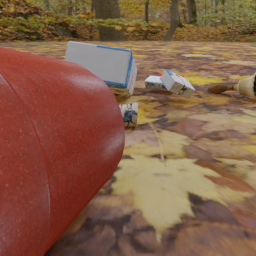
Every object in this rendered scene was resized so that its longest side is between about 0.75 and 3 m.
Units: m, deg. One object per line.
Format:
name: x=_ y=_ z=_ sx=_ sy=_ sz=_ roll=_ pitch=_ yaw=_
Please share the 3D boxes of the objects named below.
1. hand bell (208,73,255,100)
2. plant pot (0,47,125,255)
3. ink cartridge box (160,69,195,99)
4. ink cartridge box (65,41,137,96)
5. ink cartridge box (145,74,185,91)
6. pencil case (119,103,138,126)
hand bell: x=3.837 y=-1.486 z=10.245 sx=1.102 sy=1.102 sz=2.117 roll=-16 pitch=14 yaw=-37
plant pot: x=-1.437 y=0.279 z=3.035 sx=2.768 sy=2.768 sz=2.692 roll=8 pitch=14 yaw=21
ink cartridge box: x=1.677 y=-1.484 z=9.525 sx=1.011 sy=0.434 sz=0.740 roll=13 pitch=36 yaw=-36
ink cartridge box: x=-0.775 y=-1.825 z=9.194 sx=1.887 sy=1.105 sz=2.611 roll=10 pitch=2 yaw=6
ink cartridge box: x=1.504 y=-1.977 z=11.224 sx=1.175 sy=0.347 sz=1.468 roll=11 pitch=38 yaw=27
pencil case: x=-0.477 y=-0.315 z=7.159 sx=1.581 sy=0.615 sz=0.707 roll=-3 pitch=16 yaw=-8
